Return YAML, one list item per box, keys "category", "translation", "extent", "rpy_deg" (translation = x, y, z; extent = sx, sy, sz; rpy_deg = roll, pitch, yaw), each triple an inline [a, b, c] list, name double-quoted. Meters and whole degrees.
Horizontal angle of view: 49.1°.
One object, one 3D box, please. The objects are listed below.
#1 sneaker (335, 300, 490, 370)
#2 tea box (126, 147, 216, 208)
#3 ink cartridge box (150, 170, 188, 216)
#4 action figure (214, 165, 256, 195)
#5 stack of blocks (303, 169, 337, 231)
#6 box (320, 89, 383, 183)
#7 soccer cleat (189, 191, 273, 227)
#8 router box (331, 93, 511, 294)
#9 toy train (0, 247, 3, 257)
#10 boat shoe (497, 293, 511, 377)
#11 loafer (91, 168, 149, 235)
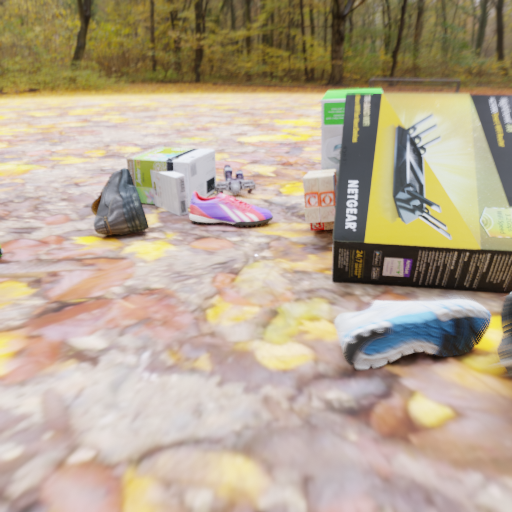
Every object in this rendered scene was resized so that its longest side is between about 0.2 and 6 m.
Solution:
- category: "sneaker"
  translation: [1.943, 0.811, 7.100]
  extent: [2.008, 0.753, 0.870]
  rpy_deg: [-5, 26, -10]
- category: "tea box"
  translation: [-2.132, -2.058, 14.380]
  extent: [1.724, 1.171, 1.753]
  rpy_deg: [5, 21, 16]
- category: "ink cartridge box"
  translation: [-2.057, -1.531, 13.277]
  extent: [0.333, 0.948, 1.166]
  rpy_deg: [-18, 27, -31]
- category: "action figure"
  translation: [-0.554, -1.942, 15.038]
  extent: [1.091, 0.582, 1.677]
  rpy_deg: [5, 23, -6]
- category: "stack of blocks"
  translation: [1.359, -1.120, 11.444]
  extent: [0.591, 1.162, 2.018]
  rpy_deg: [-4, 11, 10]
- category: "box"
  translation: [2.381, -2.564, 13.554]
  extent: [1.469, 2.681, 3.038]
  rpy_deg: [1, 21, 10]
- category: "soccer cleat"
  translation: [-0.558, -1.035, 12.302]
  extent: [1.864, 0.682, 0.636]
  rpy_deg: [4, 15, 9]
- category: "router box"
  translation: [3.107, -1.313, 9.994]
  extent: [3.275, 1.088, 4.165]
  rpy_deg: [3, 49, 9]
- category: "toy train"
  translation: [-5.443, -0.001, 10.098]
  extent: [1.650, 0.344, 0.465]
  rpy_deg: [-7, 12, -18]
- category: "boat shoe"
  translation: [3.435, 0.717, 6.387]
  extent: [1.124, 1.194, 3.326]
  rpy_deg: [50, 34, 5]
- category: "loafer"
  translation: [-3.150, -1.232, 12.411]
  extent: [1.062, 1.069, 2.938]
  rpy_deg: [-18, 23, -11]
